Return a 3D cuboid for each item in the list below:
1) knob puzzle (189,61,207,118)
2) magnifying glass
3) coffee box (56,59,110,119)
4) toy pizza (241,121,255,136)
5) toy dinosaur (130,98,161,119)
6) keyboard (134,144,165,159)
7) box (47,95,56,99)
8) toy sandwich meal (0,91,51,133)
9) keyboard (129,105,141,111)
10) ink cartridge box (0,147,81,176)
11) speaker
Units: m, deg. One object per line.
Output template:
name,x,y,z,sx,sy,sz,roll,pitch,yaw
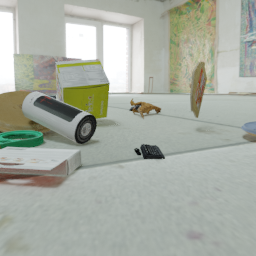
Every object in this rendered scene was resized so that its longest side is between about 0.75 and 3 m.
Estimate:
knob puzzle,2.268,-1.415,9.413,0.280,2.018,2.018,10,12,25
magnifying glass,-3.025,0.409,6.739,1.145,0.322,2.876,5,12,9
coffee box,-1.789,-1.452,10.892,1.749,1.746,1.729,-9,47,-18
toy pizza,4.587,0.161,8.067,2.478,0.393,2.478,-1,10,0
toy dinosaur,0.795,-1.041,14.228,1.499,0.852,2.822,7,11,30
keyboard,0.470,0.534,6.554,0.645,0.138,1.073,0,8,-2
box,-4.470,-1.083,13.840,1.714,1.062,1.685,-2,7,-9
toy sandwich meal,-3.482,-0.365,9.385,2.773,0.950,2.773,11,32,-7
keyboard,0.572,-1.207,17.377,0.916,0.349,1.760,-22,8,7
ink cartridge box,-1.826,0.664,5.047,1.612,0.351,1.400,1,10,9
speaker,-1.984,-0.324,7.951,2.177,0.884,0.884,23,20,28
